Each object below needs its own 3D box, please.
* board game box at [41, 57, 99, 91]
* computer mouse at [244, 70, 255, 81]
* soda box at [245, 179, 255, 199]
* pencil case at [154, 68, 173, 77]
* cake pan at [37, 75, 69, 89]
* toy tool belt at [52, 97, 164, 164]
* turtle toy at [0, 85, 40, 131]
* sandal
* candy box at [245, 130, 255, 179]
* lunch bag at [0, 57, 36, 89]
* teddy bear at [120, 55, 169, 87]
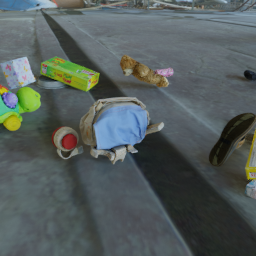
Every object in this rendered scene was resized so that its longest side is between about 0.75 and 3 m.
[{"bbox_3d":[-2.744,-2.598,13.322,2.436,0.580,1.238,22,33,9],"label":"board game box"},{"bbox_3d":[6.368,-2.295,13.715,0.631,0.366,2.153,8,31,-18],"label":"computer mouse"},{"bbox_3d":[3.230,1.393,6.865,0.852,0.271,0.291,-21,35,-35],"label":"soda box"},{"bbox_3d":[1.859,-2.875,14.591,0.972,0.402,0.421,-13,48,-19],"label":"pencil case"},{"bbox_3d":[-3.609,-2.365,13.768,1.745,0.320,1.745,0,28,0],"label":"cake pan"},{"bbox_3d":[-0.511,0.117,7.758,2.783,1.738,1.711,-20,26,-31],"label":"toy tool belt"},{"bbox_3d":[-4.346,-0.829,9.614,2.684,1.357,1.956,0,20,-41],"label":"turtle toy"},{"bbox_3d":[2.913,0.350,7.707,0.477,1.748,0.714,28,5,-32],"label":"sandal"},{"bbox_3d":[4.215,0.554,7.662,1.533,0.396,2.999,-6,18,32],"label":"candy box"},{"bbox_3d":[-3.994,-2.048,10.352,0.749,0.999,1.178,-8,21,19],"label":"lunch bag"},{"bbox_3d":[0.696,-2.402,12.652,2.428,0.811,1.761,23,10,-28],"label":"teddy bear"}]
